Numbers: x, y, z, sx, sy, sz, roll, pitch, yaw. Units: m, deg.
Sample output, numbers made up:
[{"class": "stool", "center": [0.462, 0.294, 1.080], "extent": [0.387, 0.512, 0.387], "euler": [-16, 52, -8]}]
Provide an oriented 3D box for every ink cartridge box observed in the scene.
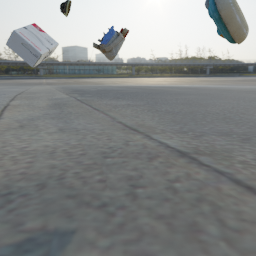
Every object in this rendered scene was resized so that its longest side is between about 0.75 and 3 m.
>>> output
[{"class": "ink cartridge box", "center": [-3.867, -3.431, 11.489], "extent": [1.355, 0.778, 1.866], "euler": [41, 28, -13]}]

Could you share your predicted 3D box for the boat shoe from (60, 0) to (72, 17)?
[{"class": "boat shoe", "center": [-2.534, -4.814, 11.231], "extent": [0.426, 0.481, 1.313], "euler": [22, -6, -15]}]

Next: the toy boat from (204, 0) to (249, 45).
[{"class": "toy boat", "center": [2.692, -3.219, 7.897], "extent": [0.934, 2.010, 1.690], "euler": [-23, -45, 32]}]

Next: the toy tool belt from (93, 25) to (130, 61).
[{"class": "toy tool belt", "center": [-0.694, -3.689, 11.496], "extent": [1.061, 1.726, 1.078], "euler": [31, -24, -15]}]
